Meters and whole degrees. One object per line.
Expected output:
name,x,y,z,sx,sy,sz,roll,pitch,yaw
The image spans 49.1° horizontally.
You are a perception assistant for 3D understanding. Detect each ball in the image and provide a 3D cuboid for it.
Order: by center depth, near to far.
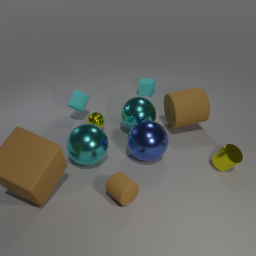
ball,-1.354,0.551,9.376,1.400,1.400,1.400,0,32,0
ball,0.674,0.443,9.581,1.400,1.400,1.400,0,32,0
ball,0.414,-0.535,11.052,1.400,1.400,1.400,0,32,0
ball,-1.284,-0.285,11.178,0.700,0.700,0.700,0,32,0

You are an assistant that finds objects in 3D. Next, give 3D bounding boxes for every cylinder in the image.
cylinder,-0.164,1.731,8.033,0.700,0.700,0.700,-25,42,-34
cylinder,3.238,0.972,9.145,0.700,0.700,0.700,11,56,-17
cylinder,2.294,-0.809,11.094,1.400,1.400,1.400,-12,33,-9
cylinder,-2.080,-1.129,11.807,0.700,0.700,0.700,19,80,27

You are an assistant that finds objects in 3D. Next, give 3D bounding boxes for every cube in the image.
cube,-2.710,1.069,7.733,1.400,1.400,1.400,23,61,10
cube,0.958,-2.089,14.290,0.700,0.700,0.700,10,33,16
